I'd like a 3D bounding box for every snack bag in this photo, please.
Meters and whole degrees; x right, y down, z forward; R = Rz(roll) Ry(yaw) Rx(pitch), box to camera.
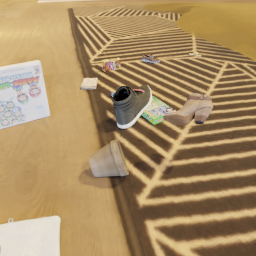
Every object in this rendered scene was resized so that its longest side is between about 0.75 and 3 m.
[{"bbox_3d":[-2.836,3.179,6.072,2.893,0.310,2.728,-8,35,-10],"label":"snack bag"}]

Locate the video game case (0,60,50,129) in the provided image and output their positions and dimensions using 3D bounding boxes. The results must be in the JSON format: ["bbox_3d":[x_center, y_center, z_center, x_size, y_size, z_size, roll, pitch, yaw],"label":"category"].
[{"bbox_3d":[-4.458,-1.187,10.705,2.639,2.402,0.313,-18,38,-25],"label":"video game case"}]

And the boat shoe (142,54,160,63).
[{"bbox_3d":[1.396,-4.244,17.062,1.139,0.412,0.411,10,35,14],"label":"boat shoe"}]

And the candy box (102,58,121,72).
[{"bbox_3d":[-0.937,-3.610,15.946,1.030,0.601,0.291,-14,36,-19],"label":"candy box"}]

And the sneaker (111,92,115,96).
[{"bbox_3d":[-0.329,-1.631,13.153,0.948,0.423,0.372,3,34,6],"label":"sneaker"}]

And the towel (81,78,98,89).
[{"bbox_3d":[-1.971,-2.297,14.348,0.768,0.200,1.158,0,34,-1],"label":"towel"}]

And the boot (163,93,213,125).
[{"bbox_3d":[1.920,-0.631,8.830,1.435,0.504,1.049,8,60,19],"label":"boot"}]

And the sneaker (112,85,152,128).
[{"bbox_3d":[0.232,-1.327,11.467,0.961,1.348,2.718,8,44,26],"label":"sneaker"}]

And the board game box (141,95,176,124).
[{"bbox_3d":[1.069,-0.830,12.093,1.222,0.264,1.817,-19,38,-25],"label":"board game box"}]

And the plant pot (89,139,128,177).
[{"bbox_3d":[-0.631,1.035,8.700,1.003,1.156,1.156,-17,35,2],"label":"plant pot"}]

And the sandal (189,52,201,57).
[{"bbox_3d":[4.324,-4.782,18.003,0.798,0.262,0.293,13,36,18],"label":"sandal"}]
